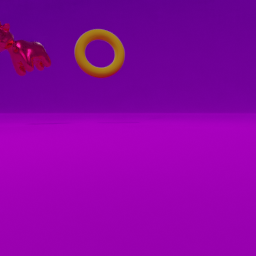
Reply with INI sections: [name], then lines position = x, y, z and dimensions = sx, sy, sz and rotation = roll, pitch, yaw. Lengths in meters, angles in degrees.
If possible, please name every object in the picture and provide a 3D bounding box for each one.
[ring]
position = -0.963, -2.567, 9.660
dimensions = 1.732, 1.732, 0.346
rotation = -1, -7, -12
[cow figurine]
position = -3.367, -2.513, 8.743
dimensions = 0.926, 1.660, 1.687
rotation = -12, 14, 39
